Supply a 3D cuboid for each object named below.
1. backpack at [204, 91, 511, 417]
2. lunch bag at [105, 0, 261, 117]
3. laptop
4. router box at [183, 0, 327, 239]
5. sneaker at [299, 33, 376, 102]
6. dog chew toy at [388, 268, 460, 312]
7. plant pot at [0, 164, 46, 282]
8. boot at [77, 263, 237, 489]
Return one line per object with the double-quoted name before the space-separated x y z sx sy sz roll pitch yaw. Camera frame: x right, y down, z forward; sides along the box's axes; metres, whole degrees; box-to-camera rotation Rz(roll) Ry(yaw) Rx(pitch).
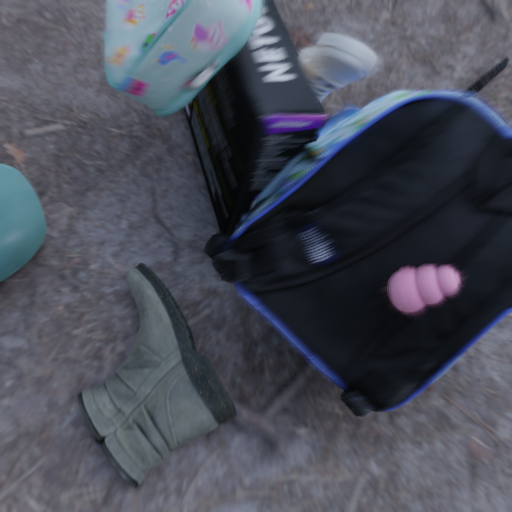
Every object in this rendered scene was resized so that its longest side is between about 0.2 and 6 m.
"backpack" 1.837 -0.339 7.723 3.707 2.724 3.392 -42 99 14
"lunch bag" -1.032 -3.594 7.956 2.410 1.158 3.005 -33 49 30
"laptop" 2.620 -2.761 9.792 1.460 2.827 2.505 49 39 1
"router box" -0.336 -2.745 9.795 1.053 3.077 4.126 -7 59 -20
"sneaker" 1.095 -2.948 10.112 1.042 2.828 1.634 28 94 -14
"dog chew toy" 1.853 0.343 6.173 0.757 0.471 0.471 -19 53 32
"plant pot" -4.611 -0.517 9.134 2.264 2.264 1.817 40 46 21
"boot" -1.848 1.673 8.494 2.033 1.054 3.112 -29 62 -10
